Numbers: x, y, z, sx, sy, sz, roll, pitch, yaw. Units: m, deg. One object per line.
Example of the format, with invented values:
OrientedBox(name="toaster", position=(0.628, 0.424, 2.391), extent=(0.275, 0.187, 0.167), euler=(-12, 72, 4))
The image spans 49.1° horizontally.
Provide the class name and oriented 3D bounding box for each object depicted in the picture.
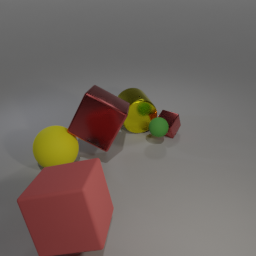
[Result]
OrientedBox(name="cube", position=(-1.228, 1.651, 6.013), extent=(1.400, 1.400, 1.400), euler=(-11, 17, 10))
OrientedBox(name="ball", position=(1.086, -0.030, 9.954), extent=(0.700, 0.700, 0.700), euler=(0, 29, 0))
OrientedBox(name="cube", position=(1.519, -0.154, 10.674), extent=(0.700, 0.700, 0.700), euler=(19, 61, 31))
OrientedBox(name="cylinder", position=(0.298, -0.721, 11.198), extent=(1.400, 1.400, 1.400), euler=(-7, 30, -12))
OrientedBox(name="ball", position=(-2.258, 0.621, 8.793), extent=(1.400, 1.400, 1.400), euler=(0, 29, 0))
OrientedBox(name="cube", position=(-0.888, -0.350, 8.961), extent=(1.400, 1.400, 1.400), euler=(28, 18, -5))
